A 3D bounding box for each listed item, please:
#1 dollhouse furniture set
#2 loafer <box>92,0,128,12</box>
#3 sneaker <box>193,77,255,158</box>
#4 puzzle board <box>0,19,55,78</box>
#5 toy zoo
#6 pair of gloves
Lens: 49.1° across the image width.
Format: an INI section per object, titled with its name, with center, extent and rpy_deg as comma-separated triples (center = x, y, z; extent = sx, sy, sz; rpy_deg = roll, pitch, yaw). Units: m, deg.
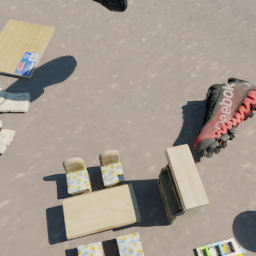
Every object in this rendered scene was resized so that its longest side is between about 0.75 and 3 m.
[dollhouse furniture set]
center = -0.004, 1.594, 6.116
extent = 2.852, 1.895, 2.500
rpy_deg = -12, 61, -7
[loafer]
center = -0.554, -3.270, 6.322
extent = 0.995, 2.754, 1.002
rpy_deg = -10, 94, 2
[sneaker]
center = 2.551, -0.412, 7.742
extent = 1.424, 1.030, 2.914
rpy_deg = 39, 66, 19
[puzzle board]
center = -3.688, -2.717, 9.516
extent = 1.749, 0.202, 2.321
rpy_deg = 12, 62, 5
[toy zoo]
center = 2.178, 2.964, 6.378
extent = 1.075, 0.110, 0.705
rpy_deg = -12, 61, -6
[pair of gloves]
center = -3.986, -0.290, 8.046
extent = 1.869, 0.385, 2.198
rpy_deg = 8, 60, 5
